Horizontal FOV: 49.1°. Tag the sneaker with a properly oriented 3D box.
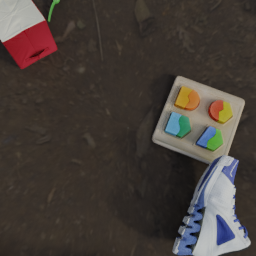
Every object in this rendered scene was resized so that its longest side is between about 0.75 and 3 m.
[{"bbox_3d":[2.562,2.353,7.624,1.702,1.190,2.947,25,83,9],"label":"sneaker"}]

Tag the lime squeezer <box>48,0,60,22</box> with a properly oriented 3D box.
[{"bbox_3d":[-2.464,-4.764,10.387,1.943,0.367,0.686,-46,109,-14],"label":"lime squeezer"}]

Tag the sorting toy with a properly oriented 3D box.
[{"bbox_3d":[2.264,-0.288,8.842,2.354,0.464,2.543,21,73,7],"label":"sorting toy"}]

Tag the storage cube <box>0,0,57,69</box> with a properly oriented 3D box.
[{"bbox_3d":[-3.496,-3.219,9.190,1.500,1.577,1.755,-33,76,-10],"label":"storage cube"}]
